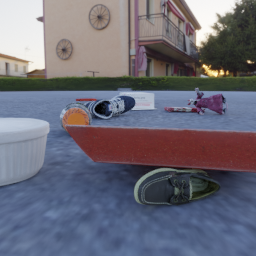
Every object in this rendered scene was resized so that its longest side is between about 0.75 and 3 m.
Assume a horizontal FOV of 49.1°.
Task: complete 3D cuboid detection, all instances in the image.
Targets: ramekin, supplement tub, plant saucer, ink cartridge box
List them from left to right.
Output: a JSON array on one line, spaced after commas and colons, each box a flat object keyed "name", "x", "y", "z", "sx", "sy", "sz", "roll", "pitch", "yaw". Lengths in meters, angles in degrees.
[{"name": "ramekin", "x": -2.161, "y": 0.343, "z": 4.486, "sx": 1.757, "sy": 0.818, "sz": 1.757, "roll": 1, "pitch": 9, "yaw": 0}, {"name": "supplement tub", "x": -1.509, "y": -0.283, "z": 8.120, "sx": 0.882, "sy": 0.882, "sz": 1.440, "roll": -2, "pitch": 8, "yaw": -9}, {"name": "ink cartridge box", "x": 0.546, "y": -1.564, "z": 15.925, "sx": 1.538, "sy": 0.884, "sz": 2.627, "roll": -3, "pitch": 10, "yaw": -15}, {"name": "plant saucer", "x": 0.843, "y": 0.284, "z": 4.609, "sx": 2.856, "sy": 0.525, "sz": 2.861, "roll": 2, "pitch": -2, "yaw": 13}]

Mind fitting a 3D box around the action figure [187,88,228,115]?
[{"name": "action figure", "x": 3.636, "y": -1.223, "z": 12.959, "sx": 1.789, "sy": 1.198, "sz": 1.332, "roll": 8, "pitch": 11, "yaw": 30}]

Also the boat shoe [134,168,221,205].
[{"name": "boat shoe", "x": 0.644, "y": 0.719, "z": 3.427, "sx": 1.191, "sy": 0.426, "sz": 0.391, "roll": -1, "pitch": 3, "yaw": -32}]

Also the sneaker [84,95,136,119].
[{"name": "sneaker", "x": -0.581, "y": -0.896, "z": 11.815, "sx": 2.475, "sy": 0.868, "sz": 1.343, "roll": -12, "pitch": 8, "yaw": -24}]

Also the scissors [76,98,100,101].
[{"name": "scissors", "x": -1.429, "y": -1.223, "z": 12.341, "sx": 0.732, "sy": 0.139, "sz": 2.002, "roll": 0, "pitch": 3, "yaw": 39}]

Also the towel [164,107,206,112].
[{"name": "towel", "x": 2.869, "y": -0.947, "z": 14.360, "sx": 1.873, "sy": 0.213, "sz": 1.349, "roll": 2, "pitch": 7, "yaw": -1}]
